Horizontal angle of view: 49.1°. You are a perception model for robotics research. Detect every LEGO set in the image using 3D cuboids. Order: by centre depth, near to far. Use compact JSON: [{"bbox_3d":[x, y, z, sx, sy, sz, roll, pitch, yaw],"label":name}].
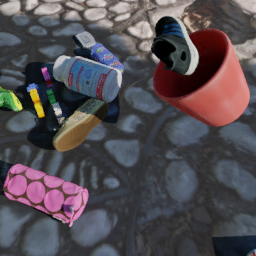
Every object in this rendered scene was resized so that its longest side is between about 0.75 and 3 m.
[{"bbox_3d":[-3.065,-1.228,9.969,0.920,0.990,2.411,-19,57,-12],"label":"LEGO set"}]

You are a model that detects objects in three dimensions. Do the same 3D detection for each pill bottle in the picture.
[{"bbox_3d":[-1.504,-1.862,10.257,2.318,1.261,1.261,20,57,15],"label":"pill bottle"}]

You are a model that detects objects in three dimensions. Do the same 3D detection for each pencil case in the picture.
[{"bbox_3d":[-2.335,1.840,7.837,2.288,1.038,1.072,17,80,14],"label":"pencil case"},{"bbox_3d":[-0.880,-2.669,11.193,0.739,0.664,1.702,-30,59,-19],"label":"pencil case"}]

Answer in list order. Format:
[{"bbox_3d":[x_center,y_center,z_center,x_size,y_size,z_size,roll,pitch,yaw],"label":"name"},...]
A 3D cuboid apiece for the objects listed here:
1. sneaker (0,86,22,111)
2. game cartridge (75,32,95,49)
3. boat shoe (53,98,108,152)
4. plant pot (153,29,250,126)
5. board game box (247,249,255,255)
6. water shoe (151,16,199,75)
[{"bbox_3d":[-4.603,-0.996,10.012,2.097,0.777,0.877,25,61,27],"label":"sneaker"},{"bbox_3d":[-1.847,-3.888,12.365,0.639,0.199,0.959,-23,58,-20],"label":"game cartridge"},{"bbox_3d":[-1.653,-0.150,9.349,0.765,0.894,2.440,28,49,23],"label":"boat shoe"},{"bbox_3d":[1.997,-1.116,7.152,2.109,1.866,2.109,-29,44,32],"label":"plant pot"},{"bbox_3d":[4.133,3.919,6.570,1.986,0.567,2.028,-2,55,-1],"label":"board game box"},{"bbox_3d":[0.792,-1.770,5.623,0.706,0.640,1.790,1,44,-24],"label":"water shoe"}]
